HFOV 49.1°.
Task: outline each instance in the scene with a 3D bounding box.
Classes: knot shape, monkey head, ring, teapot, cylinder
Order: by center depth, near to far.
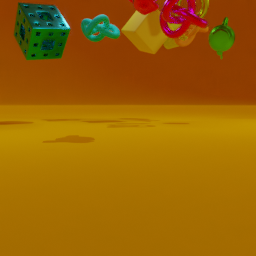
[{"bbox_3d":[0.205,-2.815,5.325,1.153,0.965,1.602,5,-25,-16],"label":"monkey head"},{"bbox_3d":[1.633,-3.562,8.737,1.661,0.767,1.554,7,-19,26],"label":"knot shape"},{"bbox_3d":[2.198,-4.281,9.784,1.218,1.218,0.244,1,29,12],"label":"ring"},{"bbox_3d":[3.432,-3.214,10.153,0.946,1.522,0.745,19,32,31],"label":"teapot"},{"bbox_3d":[2.677,-4.094,11.472,1.550,0.716,1.450,-30,-6,-17],"label":"knot shape"},{"bbox_3d":[-1.251,-4.224,11.848,1.738,0.803,1.627,3,3,7],"label":"knot shape"},{"bbox_3d":[2.182,-4.266,12.859,1.042,1.042,1.042,-7,1,32],"label":"cylinder"}]

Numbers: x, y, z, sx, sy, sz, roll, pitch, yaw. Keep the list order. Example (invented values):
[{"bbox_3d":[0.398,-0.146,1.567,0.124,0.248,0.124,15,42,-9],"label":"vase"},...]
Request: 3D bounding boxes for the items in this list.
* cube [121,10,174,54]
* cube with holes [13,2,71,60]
[{"bbox_3d":[0.752,-3.866,11.061,1.249,1.249,1.249,38,0,-34],"label":"cube"},{"bbox_3d":[-3.211,-3.540,10.350,1.399,1.399,1.399,-14,-28,-37],"label":"cube with holes"}]
